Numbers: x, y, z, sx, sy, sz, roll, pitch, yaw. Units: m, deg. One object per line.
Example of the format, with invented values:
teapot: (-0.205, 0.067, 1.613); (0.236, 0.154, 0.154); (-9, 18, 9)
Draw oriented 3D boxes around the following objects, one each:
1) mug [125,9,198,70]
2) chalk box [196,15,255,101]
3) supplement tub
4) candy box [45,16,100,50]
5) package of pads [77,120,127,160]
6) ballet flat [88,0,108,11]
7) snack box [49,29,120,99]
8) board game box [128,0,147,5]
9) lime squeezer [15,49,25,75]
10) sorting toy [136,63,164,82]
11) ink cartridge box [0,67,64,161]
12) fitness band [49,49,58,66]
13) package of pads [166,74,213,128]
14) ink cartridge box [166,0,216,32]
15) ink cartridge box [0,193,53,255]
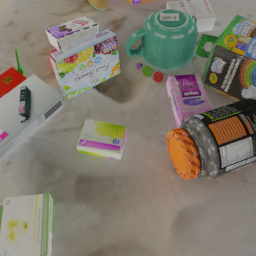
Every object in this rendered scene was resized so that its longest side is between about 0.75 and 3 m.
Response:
mug: (1.268, -3.034, 9.502); (2.282, 1.411, 1.875); (-39, 64, -22)
chalk box: (3.515, -2.174, 8.760); (2.759, 1.722, 1.710); (32, 62, 18)
supplement tub: (2.459, 0.283, 7.146); (2.690, 1.648, 1.648); (-17, 58, -11)
candy box: (-1.961, -3.379, 10.024); (1.584, 0.567, 1.329); (-27, 41, -17)
package of pads: (-0.713, 0.291, 7.891); (1.259, 0.429, 0.972); (9, 57, 6)
ballet flat: (-1.478, -5.660, 11.738); (0.672, 0.617, 1.959); (-25, 60, -21)
snack box: (-1.259, -1.982, 8.733); (2.067, 1.470, 0.547); (-31, 56, -19)
board game box: (0.665, -7.037, 11.636); (2.306, 2.308, 2.306); (-22, 59, -14)
lime squeezer: (-3.676, -1.689, 9.166); (0.312, 0.585, 1.657); (18, 89, 11)
sorting toy: (0.797, -1.935, 9.501); (1.075, 0.373, 0.370); (32, 39, 19)
ink cartridge box: (-3.735, -0.620, 8.271); (2.416, 0.606, 2.784); (36, 63, 14)
fitness band: (-1.971, -2.285, 9.710); (1.225, 0.319, 1.706); (-37, 63, -19)
package of pads: (1.858, -0.822, 8.493); (1.056, 0.663, 1.752); (-5, 57, -8)
ink cartridge box: (2.380, -4.306, 10.790); (1.627, 0.699, 1.191); (-6, 57, -5)
ink cartridge box: (-2.839, 2.416, 6.459); (2.116, 0.507, 1.540); (-5, 57, -5)
